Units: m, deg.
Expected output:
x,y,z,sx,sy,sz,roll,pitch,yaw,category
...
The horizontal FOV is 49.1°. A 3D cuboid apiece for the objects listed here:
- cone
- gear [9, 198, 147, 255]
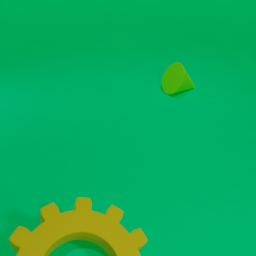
x,y,z,sx,sy,sz,roll,pitch,yaw,category
1.907,-1.537,9.520,1.081,1.077,1.077,13,21,-32,cone
-0.583,1.783,3.347,1.842,0.341,1.842,9,52,-11,gear
